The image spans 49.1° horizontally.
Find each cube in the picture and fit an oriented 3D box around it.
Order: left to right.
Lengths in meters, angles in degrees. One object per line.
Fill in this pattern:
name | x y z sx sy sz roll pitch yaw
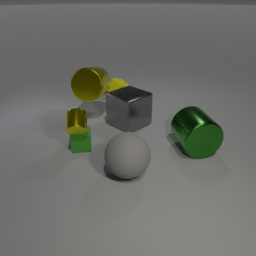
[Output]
cube | -1.695 0.408 10.105 0.700 0.700 0.700 -4 28 -6
cube | -0.474 -2.020 14.151 0.700 0.700 0.700 -3 41 -50
cube | 0.045 -0.811 11.701 1.400 1.400 1.400 -24 36 -39

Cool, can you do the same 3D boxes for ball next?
ball | -0.012 0.820 8.465 1.400 1.400 1.400 0 27 0

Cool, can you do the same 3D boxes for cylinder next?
cylinder | -1.737 -0.202 9.469 0.700 0.700 0.700 -2 64 -5
cylinder | -1.570 -1.914 12.056 1.400 1.400 1.400 5 16 10
cylinder | 2.394 0.131 9.857 1.400 1.400 1.400 -6 28 -11
